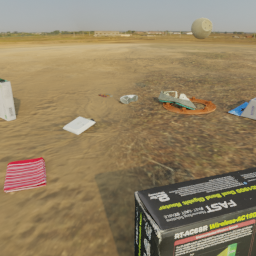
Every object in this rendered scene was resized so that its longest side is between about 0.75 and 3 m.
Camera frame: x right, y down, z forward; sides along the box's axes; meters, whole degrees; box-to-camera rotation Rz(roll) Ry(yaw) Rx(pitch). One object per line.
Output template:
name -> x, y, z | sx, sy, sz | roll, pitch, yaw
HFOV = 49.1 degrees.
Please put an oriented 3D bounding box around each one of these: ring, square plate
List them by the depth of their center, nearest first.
square plate -> -1.991, -0.143, 11.360 | 0.978, 0.140, 0.987 | 18, 43, 38
ring -> 3.097, -1.211, 14.205 | 2.656, 0.255, 2.656 | -1, 22, 0

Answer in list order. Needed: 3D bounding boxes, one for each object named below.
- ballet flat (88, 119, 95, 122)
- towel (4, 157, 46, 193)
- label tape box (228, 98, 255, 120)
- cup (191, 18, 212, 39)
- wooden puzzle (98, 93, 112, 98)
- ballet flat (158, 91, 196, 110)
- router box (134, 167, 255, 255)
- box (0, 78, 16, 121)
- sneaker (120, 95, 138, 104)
ballet flat -> -1.746, -0.256, 11.767 | 0.752, 0.275, 0.275 | -14, 26, -39
towel -> -2.922, 1.293, 8.012 | 1.095, 0.170, 1.514 | -8, 23, -16
label tape box -> 6.444, -1.000, 12.733 | 2.920, 0.965, 2.092 | 21, 30, 39
cup -> 2.861, -3.795, 10.552 | 0.792, 0.792, 0.566 | -4, 8, -9
wooden puzzle -> -1.276, -1.875, 16.146 | 0.890, 0.063, 0.528 | 17, 27, 36
ballet flat -> 2.473, -1.462, 14.015 | 2.132, 0.679, 0.718 | 19, 6, 36
router box -> 1.455, 1.773, 4.193 | 2.762, 2.069, 0.858 | -7, 23, -19
box -> -5.959, -1.431, 12.745 | 2.403, 1.734, 0.437 | 19, 28, 38
sneaker -> -0.020, -1.529, 14.889 | 0.485, 0.426, 1.211 | 11, 16, 43
